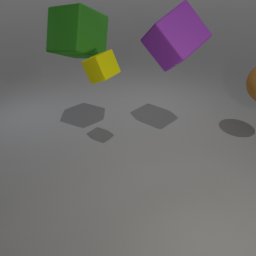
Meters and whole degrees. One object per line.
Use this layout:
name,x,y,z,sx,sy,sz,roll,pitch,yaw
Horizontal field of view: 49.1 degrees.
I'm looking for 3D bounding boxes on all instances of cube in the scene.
cube,1.531,-2.944,9.152,1.400,1.400,1.400,-42,8,-16
cube,-1.636,-3.070,9.102,1.400,1.400,1.400,10,8,32
cube,-0.781,-1.778,8.154,0.700,0.700,0.700,-4,26,45

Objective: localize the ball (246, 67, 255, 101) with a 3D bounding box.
ball,4.745,-1.518,9.455,1.400,1.400,1.400,0,30,0
